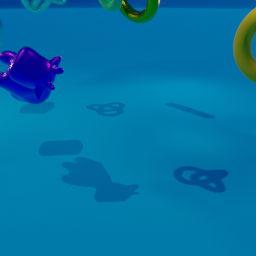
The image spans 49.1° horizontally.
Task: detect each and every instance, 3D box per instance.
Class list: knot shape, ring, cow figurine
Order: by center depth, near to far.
[{"bbox_3d":[-0.287,-2.397,4.453,1.059,0.991,0.490,25,-9,35],"label":"knot shape"},{"bbox_3d":[-1.703,-0.854,5.025,1.517,1.541,0.846,19,75,17],"label":"cow figurine"},{"bbox_3d":[3.051,-1.670,5.623,1.775,1.775,0.355,13,30,25],"label":"ring"},{"bbox_3d":[0.178,-3.830,7.926,0.349,1.746,1.746,-40,43,-27],"label":"ring"},{"bbox_3d":[-2.547,-3.771,8.142,1.216,0.601,1.300,-10,13,21],"label":"knot shape"}]

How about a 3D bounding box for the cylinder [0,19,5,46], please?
[{"bbox_3d":[-3.137,-2.088,5.926,0.761,0.761,0.761,-8,26,-3],"label":"cylinder"}]
